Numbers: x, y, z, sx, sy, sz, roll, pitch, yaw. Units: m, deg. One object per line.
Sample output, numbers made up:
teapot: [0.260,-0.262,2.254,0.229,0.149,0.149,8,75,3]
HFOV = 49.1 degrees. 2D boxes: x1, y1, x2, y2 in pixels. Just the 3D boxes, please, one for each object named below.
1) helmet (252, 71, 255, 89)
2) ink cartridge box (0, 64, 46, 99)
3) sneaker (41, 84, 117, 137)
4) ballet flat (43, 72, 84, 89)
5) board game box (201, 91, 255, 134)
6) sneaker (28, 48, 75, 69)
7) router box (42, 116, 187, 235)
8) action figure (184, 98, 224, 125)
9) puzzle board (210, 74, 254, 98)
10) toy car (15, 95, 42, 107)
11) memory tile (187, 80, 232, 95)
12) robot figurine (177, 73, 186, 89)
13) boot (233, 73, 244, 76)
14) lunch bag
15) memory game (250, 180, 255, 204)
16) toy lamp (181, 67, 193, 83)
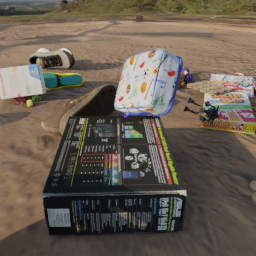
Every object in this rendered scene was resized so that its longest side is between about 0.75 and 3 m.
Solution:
helmet: [5.222,-1.784,10.059,1.368,1.434,1.434,-44,44,-20]
ink cartridge box: [-3.812,-1.618,9.810,1.596,1.026,0.999,-8,12,-9]
sneaker: [-1.332,-0.651,8.233,1.083,1.010,2.866,9,27,24]
ballet flat: [-2.781,-1.897,11.271,1.972,0.659,0.661,-2,5,-9]
board game box: [3.165,-0.684,9.006,1.428,0.448,2.989,7,25,14]
sneaker: [-3.671,-3.244,13.579,2.757,1.019,1.093,10,37,32]
router box: [-0.249,0.708,5.593,2.198,0.911,2.934,-1,27,-2]
action figure: [1.876,-0.425,6.894,0.922,0.548,0.470,24,9,6]
puzzle board: [3.931,-1.651,10.655,1.563,0.136,1.178,7,52,13]
toy car: [-3.409,-1.009,9.831,0.865,0.193,0.814,17,32,31]
memory tile: [2.883,-1.444,10.018,1.044,0.114,1.362,-14,29,-27]
robot figurine: [1.435,-2.053,11.507,1.904,0.554,1.380,15,32,28]
boot: [4.237,-1.880,11.310,0.924,0.464,1.280,-3,30,-2]
lunch bag: [0.361,-0.886,6.012,0.661,1.402,1.749,14,-5,-28]
memory game: [3.232,1.344,5.235,1.822,0.116,1.822,0,27,0]
toy lamp: [2.570,-2.298,12.177,0.414,0.414,1.424,1,27,2]
